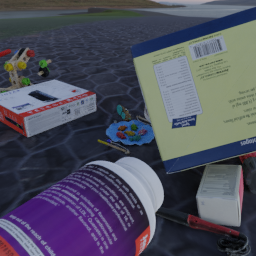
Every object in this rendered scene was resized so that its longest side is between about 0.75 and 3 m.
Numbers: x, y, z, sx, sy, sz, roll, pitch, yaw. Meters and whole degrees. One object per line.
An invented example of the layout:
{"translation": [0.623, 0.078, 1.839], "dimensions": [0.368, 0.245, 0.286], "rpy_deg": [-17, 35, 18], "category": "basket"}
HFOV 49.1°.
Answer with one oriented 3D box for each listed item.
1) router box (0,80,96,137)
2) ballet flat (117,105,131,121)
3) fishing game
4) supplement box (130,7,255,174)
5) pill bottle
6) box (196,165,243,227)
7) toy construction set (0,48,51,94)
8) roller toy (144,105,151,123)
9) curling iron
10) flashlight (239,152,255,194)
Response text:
{"translation": [-3.033, -0.843, 9.981], "dimensions": [2.568, 0.699, 2.862], "rpy_deg": [22, 34, 36], "category": "router box"}
{"translation": [-0.109, -0.524, 9.856], "dimensions": [0.345, 0.324, 0.955], "rpy_deg": [11, 21, -26], "category": "ballet flat"}
{"translation": [0.089, 0.056, 8.652], "dimensions": [1.544, 0.335, 2.156], "rpy_deg": [22, 34, 32], "category": "fishing game"}
{"translation": [1.735, -0.698, 6.259], "dimensions": [2.689, 2.686, 1.805], "rpy_deg": [-16, -2, 7], "category": "supplement box"}
{"translation": [-0.722, 1.574, 4.116], "dimensions": [1.661, 1.661, 2.953], "rpy_deg": [20, 34, 34], "category": "pill bottle"}
{"translation": [1.888, 1.307, 5.646], "dimensions": [0.751, 0.640, 1.175], "rpy_deg": [-2, 24, 27], "category": "box"}
{"translation": [-4.591, -2.130, 11.081], "dimensions": [2.400, 2.001, 1.844], "rpy_deg": [33, 45, 13], "category": "toy construction set"}
{"translation": [1.433, -0.833, 9.165], "dimensions": [1.730, 1.325, 1.896], "rpy_deg": [12, 26, 14], "category": "roller toy"}
{"translation": [1.189, 1.805, 5.218], "dimensions": [2.074, 0.265, 0.514], "rpy_deg": [17, 32, 30], "category": "curling iron"}
{"translation": [2.936, 0.550, 7.040], "dimensions": [0.853, 0.856, 2.518], "rpy_deg": [8, 26, 5], "category": "flashlight"}
